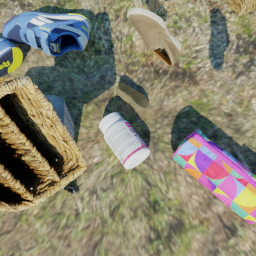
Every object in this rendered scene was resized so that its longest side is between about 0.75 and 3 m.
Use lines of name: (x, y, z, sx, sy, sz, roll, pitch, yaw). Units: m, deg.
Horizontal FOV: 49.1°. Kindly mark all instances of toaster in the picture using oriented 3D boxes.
toaster: (-2.503, 0.438, 7.217, 2.458, 1.458, 2.223, 1, 64, 0)

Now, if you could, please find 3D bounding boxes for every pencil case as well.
pencil case: (2.426, 1.151, 7.052, 2.650, 1.171, 1.171, 38, 69, 18)

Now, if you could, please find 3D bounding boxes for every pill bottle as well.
pill bottle: (-0.130, 0.316, 7.635, 0.822, 0.822, 1.449, -32, 67, -15)

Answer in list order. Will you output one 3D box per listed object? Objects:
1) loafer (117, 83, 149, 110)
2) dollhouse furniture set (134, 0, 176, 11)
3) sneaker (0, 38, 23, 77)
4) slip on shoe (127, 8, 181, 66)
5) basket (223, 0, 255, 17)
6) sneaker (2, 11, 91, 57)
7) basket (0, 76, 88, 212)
loafer: (0.143, -0.934, 8.544, 1.147, 0.387, 0.436, 40, 67, 2)
dollhouse furniture set: (1.000, -4.862, 10.341, 1.464, 0.759, 0.648, -12, 65, -6)
sneaker: (-4.749, -1.928, 8.713, 2.783, 1.029, 1.144, -36, 70, -26)
slip on shoe: (0.483, -1.623, 5.115, 0.527, 1.387, 0.420, 7, 75, 42)
basket: (4.274, -5.380, 10.236, 1.461, 1.400, 1.962, -24, 66, -11)
sneaker: (-2.698, -3.050, 9.244, 2.924, 1.081, 1.202, -3, 65, -1)
basket: (-1.934, 0.407, 4.368, 1.600, 2.148, 1.533, 7, 49, 29)
